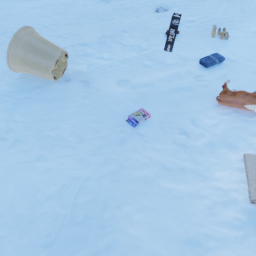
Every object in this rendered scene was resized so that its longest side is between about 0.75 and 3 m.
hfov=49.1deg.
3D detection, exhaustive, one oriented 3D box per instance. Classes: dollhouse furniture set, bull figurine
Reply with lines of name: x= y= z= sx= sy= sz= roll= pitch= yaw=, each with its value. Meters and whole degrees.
dollhouse furniture set: x=4.976 y=-5.196 z=15.060 sx=0.848 sy=0.563 sz=0.743 roll=0 pitch=48 yaw=0
bull figurine: x=4.793 y=-1.183 z=11.337 sx=2.320 sy=0.756 sz=1.409 roll=16 pitch=48 yaw=12

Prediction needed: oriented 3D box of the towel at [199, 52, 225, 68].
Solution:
towel: x=4.049 y=-3.252 z=13.502 sx=1.193 sy=0.290 sz=0.666 roll=-23 pitch=52 yaw=-21

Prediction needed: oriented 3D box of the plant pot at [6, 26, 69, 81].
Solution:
plant pot: x=-3.808 y=-3.097 z=12.347 sx=1.982 sy=2.165 sz=2.165 roll=24 pitch=51 yaw=6

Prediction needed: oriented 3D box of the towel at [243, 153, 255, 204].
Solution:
towel: x=4.493 y=1.652 z=9.056 sx=1.305 sy=0.339 sz=1.969 roll=7 pitch=48 yaw=5

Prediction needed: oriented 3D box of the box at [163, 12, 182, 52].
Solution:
box: x=1.854 y=-3.978 z=11.571 sx=0.368 sy=1.356 sz=1.693 roll=14 pitch=27 yaw=5

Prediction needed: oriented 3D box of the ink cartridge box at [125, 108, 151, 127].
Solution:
ink cartridge box: x=0.399 y=-0.417 z=11.030 sx=0.911 sy=0.191 sz=0.543 roll=-33 pitch=55 yaw=-24

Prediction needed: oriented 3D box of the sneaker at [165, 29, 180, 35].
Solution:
sneaker: x=2.380 y=-5.123 z=15.221 sx=0.781 sy=0.295 sz=0.451 roll=14 pitch=54 yaw=26
